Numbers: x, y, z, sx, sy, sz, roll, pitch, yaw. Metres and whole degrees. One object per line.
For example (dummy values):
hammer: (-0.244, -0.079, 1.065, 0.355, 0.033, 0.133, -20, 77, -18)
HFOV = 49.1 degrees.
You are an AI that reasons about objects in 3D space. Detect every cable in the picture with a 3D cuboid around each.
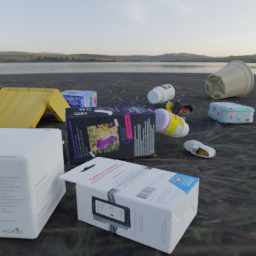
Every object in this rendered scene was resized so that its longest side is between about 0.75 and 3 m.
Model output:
cable: (2.027, -0.444, 11.891, 1.240, 0.643, 2.553, 20, 40, 11)

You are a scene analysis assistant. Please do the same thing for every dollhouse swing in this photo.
dollhouse swing: (-4.229, -0.390, 11.894, 2.662, 2.340, 2.419, 3, -27, 14)

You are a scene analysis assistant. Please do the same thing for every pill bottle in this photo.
pill bottle: (1.894, -1.939, 16.145, 0.954, 0.954, 1.669, 11, 23, 37)
pill bottle: (1.371, -0.100, 8.995, 1.376, 0.718, 0.718, 19, -2, -44)

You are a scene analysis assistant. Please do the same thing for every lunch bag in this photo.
lunch bag: (4.635, -0.726, 12.630, 1.549, 0.744, 1.931, -2, 15, -7)

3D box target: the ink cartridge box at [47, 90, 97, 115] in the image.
ink cartridge box: (-2.864, -1.246, 14.180, 1.829, 1.023, 2.681, 3, 17, 13)

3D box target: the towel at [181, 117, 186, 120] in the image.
towel: (1.445, -0.352, 12.318, 1.780, 0.273, 1.328, -10, 16, -28)

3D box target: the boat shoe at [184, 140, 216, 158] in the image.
boat shoe: (2.023, 0.634, 8.213, 0.361, 0.366, 1.033, -10, 24, -42)

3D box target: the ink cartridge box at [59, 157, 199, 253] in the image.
ink cartridge box: (-0.011, 1.223, 5.060, 2.230, 0.756, 1.293, 9, 17, 31)

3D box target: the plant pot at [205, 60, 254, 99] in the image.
plant pot: (6.634, -3.040, 18.879, 2.352, 2.569, 2.569, -22, 23, -29)

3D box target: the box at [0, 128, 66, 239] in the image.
box: (-2.177, 0.875, 5.056, 1.670, 1.430, 1.661, 1, 15, 5)

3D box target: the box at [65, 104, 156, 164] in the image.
box: (-0.560, 0.101, 8.252, 2.495, 1.323, 1.525, -3, 15, -11)

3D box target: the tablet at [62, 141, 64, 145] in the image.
tablet: (-3.108, 0.540, 8.985, 1.802, 0.123, 1.173, 4, 15, 20)
